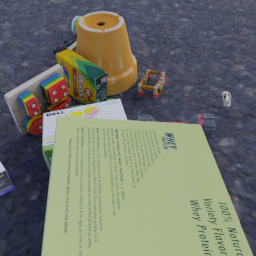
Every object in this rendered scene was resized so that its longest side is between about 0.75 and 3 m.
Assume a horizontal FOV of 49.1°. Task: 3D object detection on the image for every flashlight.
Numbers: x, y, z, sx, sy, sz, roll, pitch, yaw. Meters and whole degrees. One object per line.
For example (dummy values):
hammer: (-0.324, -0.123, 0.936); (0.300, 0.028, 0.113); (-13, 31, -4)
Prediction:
flashlight: (1.335, -0.087, 8.090); (2.222, 0.755, 0.752); (3, 43, 2)

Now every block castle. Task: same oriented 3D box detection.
block castle: (0.830, -1.483, 9.616); (0.758, 0.532, 1.134); (12, 45, 17)

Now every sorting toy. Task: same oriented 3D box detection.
sorting toy: (-2.362, -0.645, 7.942); (0.597, 1.705, 1.716); (39, 61, 20)

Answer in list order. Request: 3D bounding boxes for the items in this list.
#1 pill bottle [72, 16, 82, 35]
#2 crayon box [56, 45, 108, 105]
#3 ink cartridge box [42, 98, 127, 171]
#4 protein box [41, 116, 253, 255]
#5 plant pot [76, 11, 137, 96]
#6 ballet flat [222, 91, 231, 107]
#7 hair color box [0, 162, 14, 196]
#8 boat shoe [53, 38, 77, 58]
pill bottle: (-1.654, -4.349, 12.197); (1.414, 0.797, 0.797); (18, 48, 17)
crayon box: (-1.557, -1.561, 8.810); (2.095, 1.330, 0.532); (35, 53, 26)
ink cartridge box: (-1.197, -0.209, 7.818); (2.145, 1.099, 2.902); (-12, 43, -6)
protein box: (0.066, 1.558, 5.276); (2.982, 2.012, 2.960); (3, 45, -11)
plant pot: (-0.836, -2.649, 9.600); (2.337, 2.139, 2.337); (0, 45, 0)
ballet flat: (3.129, -0.972, 8.846); (0.292, 0.247, 0.772); (0, 44, 10)
hair color box: (-4.231, 0.811, 7.133); (1.489, 0.883, 2.724); (-29, 51, -26)
boat shoe: (-2.321, -3.313, 11.281); (0.529, 0.634, 1.698); (42, 60, 5)
